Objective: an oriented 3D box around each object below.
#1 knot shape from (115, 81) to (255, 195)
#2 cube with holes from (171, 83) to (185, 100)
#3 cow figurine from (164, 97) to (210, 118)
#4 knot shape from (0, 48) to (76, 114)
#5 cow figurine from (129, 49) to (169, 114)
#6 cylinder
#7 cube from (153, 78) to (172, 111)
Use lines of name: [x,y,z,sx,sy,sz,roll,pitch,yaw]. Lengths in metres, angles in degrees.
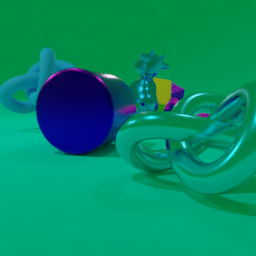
knot shape: [0.762,0.020,2.642,1.434,0.708,1.532,-22,8,-42]
cube with holes: [1.705,-1.305,11.681,0.844,0.844,0.844,-18,39,-30]
cow figurine: [1.571,-0.374,7.048,1.230,0.686,1.250,-22,43,-30]
knot shape: [-2.054,-1.140,6.672,2.025,0.936,1.895,-46,15,-20]
cow figurine: [0.464,-1.032,7.026,0.875,1.568,1.594,15,40,-25]
cylinder: [-0.591,-0.278,4.374,1.196,1.196,1.196,2,6,17]
cube: [0.817,-0.960,9.238,1.002,1.002,1.002,9,-29,-3]
